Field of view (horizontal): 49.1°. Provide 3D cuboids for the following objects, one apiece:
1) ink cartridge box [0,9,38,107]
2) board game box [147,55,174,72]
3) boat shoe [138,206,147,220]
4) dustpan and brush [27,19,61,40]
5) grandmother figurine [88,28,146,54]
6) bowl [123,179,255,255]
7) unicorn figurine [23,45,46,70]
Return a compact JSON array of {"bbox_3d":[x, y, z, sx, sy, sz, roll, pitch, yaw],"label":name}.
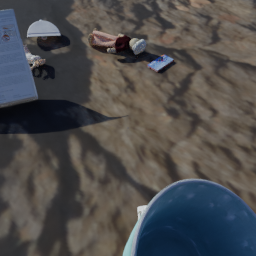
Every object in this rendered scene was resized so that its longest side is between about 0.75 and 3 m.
[{"bbox_3d":[-3.629,-1.725,7.341,1.913,0.565,2.390,-14,91,-12],"label":"ink cartridge box"},{"bbox_3d":[1.037,-2.062,8.909,0.428,0.081,0.831,37,58,27],"label":"board game box"},{"bbox_3d":[0.281,2.095,4.911,0.526,0.537,1.517,-3,48,16],"label":"boat shoe"},{"bbox_3d":[-3.094,-3.627,10.154,1.134,0.465,1.625,-8,55,-17],"label":"dustpan and brush"},{"bbox_3d":[-0.342,-2.852,9.320,1.931,0.585,1.171,13,58,15],"label":"grandmother figurine"},{"bbox_3d":[0.878,2.098,4.037,2.449,1.281,2.449,13,57,-21],"label":"bowl"},{"bbox_3d":[-3.199,-2.228,8.852,1.350,0.499,0.927,30,43,7],"label":"unicorn figurine"}]
